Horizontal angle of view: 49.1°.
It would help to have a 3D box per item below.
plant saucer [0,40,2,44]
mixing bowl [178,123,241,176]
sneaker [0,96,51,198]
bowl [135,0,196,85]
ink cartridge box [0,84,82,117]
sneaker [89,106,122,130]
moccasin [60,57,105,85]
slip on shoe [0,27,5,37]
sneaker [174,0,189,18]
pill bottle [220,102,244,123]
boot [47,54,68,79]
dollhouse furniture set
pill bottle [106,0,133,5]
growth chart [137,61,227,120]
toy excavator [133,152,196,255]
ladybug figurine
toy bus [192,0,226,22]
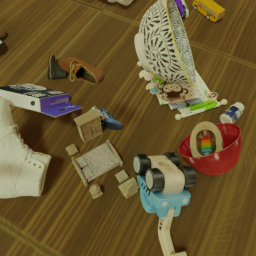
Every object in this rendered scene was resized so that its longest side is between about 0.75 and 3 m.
[{"bbox_3d":[-5.429,-3.024,10.232,1.556,0.299,1.556,5,26,-2],"label":"plant saucer"},{"bbox_3d":[2.376,0.696,7.774,1.749,1.749,0.947,-31,108,-17],"label":"mixing bowl"},{"bbox_3d":[-2.876,0.520,7.557,1.617,1.031,2.799,0,100,-4],"label":"sneaker"},{"bbox_3d":[0.877,-2.090,7.191,1.112,2.369,2.369,-14,57,23],"label":"bowl"},{"bbox_3d":[-2.630,-0.895,8.479,2.028,2.009,0.440,15,104,8],"label":"ink cartridge box"},{"bbox_3d":[-0.717,-0.333,8.859,1.232,0.455,0.507,23,61,12],"label":"sneaker"},{"bbox_3d":[-0.977,-1.136,5.665,1.013,0.371,0.391,31,41,15],"label":"moccasin"},{"bbox_3d":[-5.602,-3.956,10.908,1.876,0.713,0.568,23,22,22],"label":"slip on shoe"},{"bbox_3d":[1.967,-5.063,11.564,0.680,0.475,1.367,-14,61,-7],"label":"sneaker"},{"bbox_3d":[3.337,-0.461,8.927,0.799,0.444,0.444,-41,68,-21],"label":"pill bottle"},{"bbox_3d":[-2.485,-2.174,10.004,0.686,0.384,0.992,-1,73,-5],"label":"boot"},{"bbox_3d":[-0.821,0.876,7.788,1.275,1.089,2.459,-28,64,-15],"label":"dollhouse furniture set"},{"bbox_3d":[-0.957,-6.148,11.616,2.578,1.472,1.472,28,64,16],"label":"pill bottle"},{"bbox_3d":[1.709,-1.535,9.674,2.120,0.260,2.930,-23,62,-11],"label":"growth chart"},{"bbox_3d":[0.940,2.053,7.109,1.170,2.342,2.277,-2,23,-21],"label":"toy excavator"},{"bbox_3d":[2.274,0.491,8.131,0.913,0.484,1.345,0,83,16],"label":"ladybug figurine"},{"bbox_3d":[3.275,-4.895,11.426,0.452,0.544,1.389,-32,65,-17],"label":"toy bus"}]
